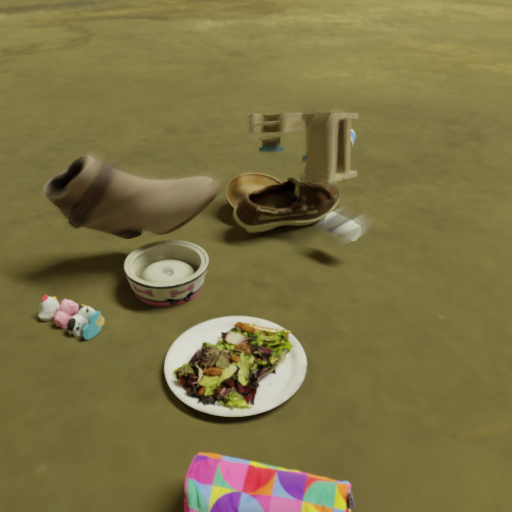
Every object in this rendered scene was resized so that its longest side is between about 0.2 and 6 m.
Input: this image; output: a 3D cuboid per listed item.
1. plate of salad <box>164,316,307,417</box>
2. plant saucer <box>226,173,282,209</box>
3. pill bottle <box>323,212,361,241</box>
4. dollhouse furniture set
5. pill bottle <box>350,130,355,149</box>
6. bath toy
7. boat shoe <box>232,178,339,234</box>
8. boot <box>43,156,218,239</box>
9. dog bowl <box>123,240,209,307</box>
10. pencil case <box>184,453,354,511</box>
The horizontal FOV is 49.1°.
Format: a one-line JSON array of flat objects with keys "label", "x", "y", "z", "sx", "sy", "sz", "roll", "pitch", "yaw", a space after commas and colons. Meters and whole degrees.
[{"label": "plate of salad", "x": -0.300, "y": 1.472, "z": 8.195, "sx": 2.086, "sy": 0.501, "sz": 2.086, "roll": 1, "pitch": 33, "yaw": 0}, {"label": "plant saucer", "x": 0.060, "y": -1.230, "z": 12.291, "sx": 1.516, "sy": 0.268, "sz": 1.516, "roll": 8, "pitch": 48, "yaw": -8}, {"label": "pill bottle", "x": 1.624, "y": -0.541, "z": 10.540, "sx": 0.372, "sy": 0.372, "sz": 0.653, "roll": -28, "pitch": 42, "yaw": -36}, {"label": "dollhouse furniture set", "x": 0.992, "y": -2.260, "z": 11.515, "sx": 1.855, "sy": 1.308, "sz": 1.300, "roll": 8, "pitch": 16, "yaw": 34}, {"label": "pill bottle", "x": 2.530, "y": -3.250, "z": 15.568, "sx": 0.432, "sy": 0.432, "sz": 0.770, "roll": 10, "pitch": 34, "yaw": 15}, {"label": "bath toy", "x": -3.043, "y": 0.930, "z": 9.093, "sx": 1.194, "sy": 0.441, "sz": 0.519, "roll": 16, "pitch": 36, "yaw": 24}, {"label": "boat shoe", "x": 0.772, "y": -1.151, "z": 11.583, "sx": 2.552, "sy": 0.944, "sz": 0.942, "roll": -20, "pitch": 62, "yaw": -29}, {"label": "boot", "x": -2.234, "y": -1.097, "z": 9.633, "sx": 2.598, "sy": 1.900, "sz": 0.913, "roll": -24, "pitch": 53, "yaw": 24}, {"label": "dog bowl", "x": -1.570, "y": 0.323, "z": 9.930, "sx": 1.487, "sy": 0.548, "sz": 1.487, "roll": 1, "pitch": 33, "yaw": 0}, {"label": "pencil case", "x": 0.141, "y": 2.686, "z": 6.064, "sx": 1.882, "sy": 0.832, "sz": 0.832, "roll": 6, "pitch": 33, "yaw": 13}]
